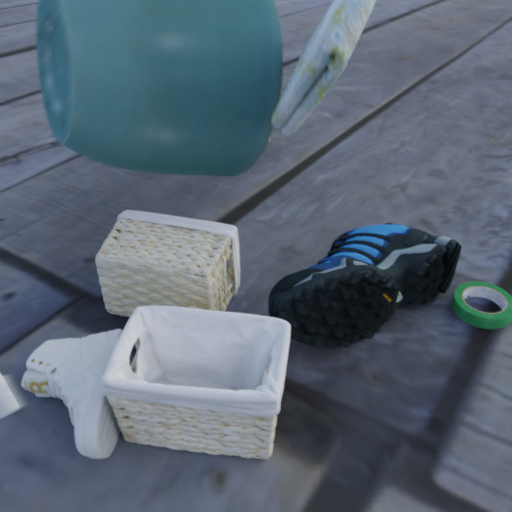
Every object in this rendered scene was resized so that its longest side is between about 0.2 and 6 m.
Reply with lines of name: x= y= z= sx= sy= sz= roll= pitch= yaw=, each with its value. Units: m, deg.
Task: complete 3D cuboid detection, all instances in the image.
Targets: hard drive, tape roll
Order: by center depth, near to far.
hard drive: x=-2.371 y=0.980 z=4.493 sx=0.571 sy=0.865 sz=0.114 roll=-27 pitch=4 yaw=4
tape roll: x=3.268 y=0.703 z=8.069 sx=0.844 sy=0.203 sz=0.844 roll=0 pitch=35 yaw=0

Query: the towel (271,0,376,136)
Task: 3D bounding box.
towel: x=0.870 y=-2.505 z=6.967 sx=0.439 sy=1.825 sz=1.562 roll=26 pitch=65 yaw=-10

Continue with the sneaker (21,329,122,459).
sneaker: x=-2.143 y=1.600 z=6.441 sx=1.126 sy=0.718 sz=1.949 roll=-6 pitch=26 yaw=-5

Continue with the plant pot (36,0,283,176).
plant pot: x=-1.634 y=-2.773 z=8.215 sx=2.693 sy=3.356 sz=3.356 roll=-9 pitch=35 yaw=-30

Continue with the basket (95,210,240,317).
basket: x=-1.223 y=0.217 z=7.899 sx=1.786 sy=1.210 sz=1.102 roll=8 pitch=38 yaw=11

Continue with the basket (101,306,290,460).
basket: x=-0.583 y=1.418 z=6.242 sx=1.847 sy=1.139 sz=1.252 roll=4 pitch=36 yaw=8

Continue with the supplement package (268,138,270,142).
supplement package: x=-0.644 y=-3.701 z=12.899 sx=1.395 sy=1.813 sz=1.896 roll=-13 pitch=37 yaw=-17

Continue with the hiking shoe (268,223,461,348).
hiking shoe: x=1.365 y=0.324 z=7.940 sx=3.294 sy=1.225 sz=1.428 roll=-13 pitch=29 yaw=-34
